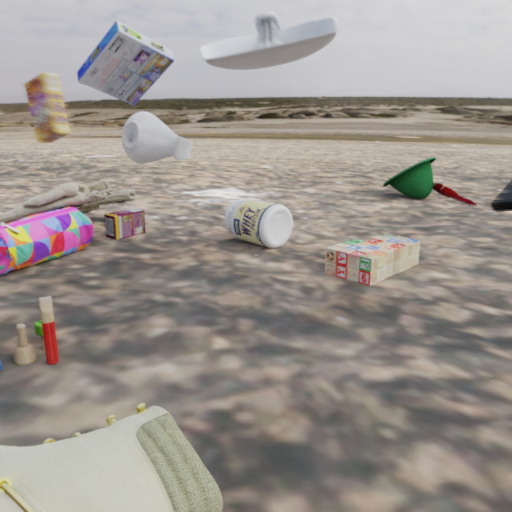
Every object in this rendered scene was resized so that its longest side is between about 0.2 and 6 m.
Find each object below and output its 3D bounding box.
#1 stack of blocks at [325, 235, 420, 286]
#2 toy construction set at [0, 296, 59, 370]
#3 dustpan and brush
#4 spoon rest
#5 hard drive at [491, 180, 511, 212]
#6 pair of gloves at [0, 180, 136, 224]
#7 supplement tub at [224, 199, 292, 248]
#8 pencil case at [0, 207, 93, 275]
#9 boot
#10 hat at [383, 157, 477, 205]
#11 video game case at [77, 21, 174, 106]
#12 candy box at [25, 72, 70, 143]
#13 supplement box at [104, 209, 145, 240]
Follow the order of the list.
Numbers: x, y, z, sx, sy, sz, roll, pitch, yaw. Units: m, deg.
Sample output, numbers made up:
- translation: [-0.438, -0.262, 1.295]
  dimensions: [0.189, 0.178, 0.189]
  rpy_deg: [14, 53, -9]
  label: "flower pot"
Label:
- translation: [2.087, 0.015, 9.973]
  dimensions: [0.936, 0.476, 1.626]
  rpy_deg: [15, 22, 42]
  label: "stack of blocks"
- translation: [-3.232, 0.588, 6.371]
  dimensions: [1.832, 1.408, 1.528]
  rpy_deg: [-1, 16, -7]
  label: "toy construction set"
- translation: [0.271, -4.192, 10.817]
  dimensions: [2.396, 0.983, 3.433]
  rpy_deg: [-10, 9, 6]
  label: "dustpan and brush"
- translation: [-2.220, -2.538, 12.515]
  dimensions: [2.381, 1.183, 0.722]
  rpy_deg: [24, 14, 40]
  label: "spoon rest"
- translation: [3.953, -1.036, 7.961]
  dimensions: [1.091, 0.179, 0.761]
  rpy_deg: [-43, 19, -21]
  label: "hard drive"
- translation: [-4.365, -1.207, 12.588]
  dimensions: [2.760, 0.569, 3.245]
  rpy_deg: [-13, 5, 6]
  label: "pair of gloves"
- translation: [0.034, -0.702, 11.677]
  dimensions: [1.247, 0.904, 0.904]
  rpy_deg: [16, 23, 43]
  label: "supplement tub"
- translation: [-4.067, -0.331, 10.387]
  dimensions: [0.979, 0.979, 2.216]
  rpy_deg: [8, 17, 24]
  label: "pencil case"
- translation: [-1.568, 1.558, 4.080]
  dimensions: [1.792, 0.835, 2.317]
  rpy_deg: [-16, 28, -42]
  label: "boot"
- translation: [4.962, -1.761, 16.576]
  dimensions: [1.707, 1.814, 2.061]
  rpy_deg: [-26, -5, -5]
  label: "hat"
- translation: [-2.432, -3.541, 10.442]
  dimensions: [1.371, 0.312, 1.243]
  rpy_deg: [-35, -32, 33]
  label: "video game case"
- translation: [-4.436, -3.136, 11.899]
  dimensions: [0.761, 1.305, 0.368]
  rpy_deg: [-11, 3, 38]
  label: "candy box"
- translation: [-2.889, -0.713, 12.366]
  dimensions: [0.425, 0.539, 0.824]
  rpy_deg: [13, 20, 38]
  label: "supplement box"
